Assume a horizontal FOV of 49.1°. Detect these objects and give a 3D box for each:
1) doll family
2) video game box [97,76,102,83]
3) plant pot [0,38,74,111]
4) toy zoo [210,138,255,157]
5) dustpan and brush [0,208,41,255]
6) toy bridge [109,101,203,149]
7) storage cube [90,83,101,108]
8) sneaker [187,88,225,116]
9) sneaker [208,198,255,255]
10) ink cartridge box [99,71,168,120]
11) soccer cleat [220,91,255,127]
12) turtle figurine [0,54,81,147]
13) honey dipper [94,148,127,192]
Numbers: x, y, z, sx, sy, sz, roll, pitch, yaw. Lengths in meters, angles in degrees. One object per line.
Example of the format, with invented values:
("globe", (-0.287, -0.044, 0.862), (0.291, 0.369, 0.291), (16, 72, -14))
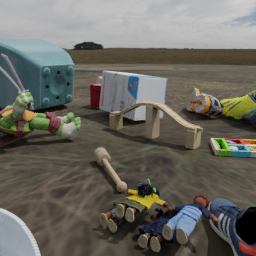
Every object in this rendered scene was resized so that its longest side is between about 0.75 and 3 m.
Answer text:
("doll family", (0.415, 1.138, 3.819), (1.573, 0.617, 0.909), (17, 18, 33))
("video game box", (-0.500, -2.492, 15.956), (1.783, 0.458, 1.957), (27, 27, 24))
("plant pot", (-3.775, -2.074, 11.561), (2.831, 2.779, 2.772), (22, 25, 33))
("toy zoo", (2.828, 0.478, 6.863), (1.462, 0.150, 0.959), (2, 15, 8))
("dustpan and brush", (-1.868, 1.213, 3.165), (1.776, 0.728, 2.544), (-4, 16, -15))
("toy bridge", (0.682, -0.212, 7.766), (2.989, 1.005, 0.407), (12, 19, 39))
("storage cube", (-0.993, -1.391, 11.984), (0.938, 0.986, 1.097), (8, 18, 25))
("sneaker", (2.920, -0.915, 10.783), (0.902, 0.915, 2.337), (15, 17, -6))
("sneaker", (1.443, 1.165, 3.493), (0.578, 0.651, 1.542), (-1, 15, -4))
("ink cartridge box", (0.142, -1.206, 10.045), (1.443, 1.449, 1.975), (-6, 18, -41))
("soccer cleat", (4.060, -0.759, 9.476), (0.859, 1.112, 2.658), (-5, 16, -17))
("turtle figurine", (-2.461, -0.671, 7.353), (2.401, 2.476, 1.782), (17, -27, -30))
("honey dipper", (-0.349, 0.793, 5.500), (0.305, 0.305, 1.606), (-6, 18, -20))
